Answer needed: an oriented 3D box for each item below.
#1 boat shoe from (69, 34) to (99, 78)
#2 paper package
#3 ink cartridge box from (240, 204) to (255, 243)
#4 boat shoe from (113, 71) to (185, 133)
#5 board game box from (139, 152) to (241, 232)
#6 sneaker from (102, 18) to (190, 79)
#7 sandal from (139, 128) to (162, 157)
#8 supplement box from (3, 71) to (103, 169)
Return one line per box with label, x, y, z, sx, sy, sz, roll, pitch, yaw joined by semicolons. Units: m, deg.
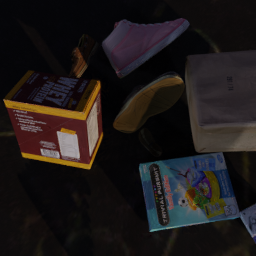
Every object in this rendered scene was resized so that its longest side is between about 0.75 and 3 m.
boat shoe;-1.350;-1.932;7.713;0.537;0.568;1.579;38;51;-27
paper package;2.673;-0.715;7.024;2.265;1.229;2.377;-3;56;8
ink cartridge box;3.243;2.256;6.799;0.812;0.165;0.814;-24;71;-9
boat shoe;0.400;-0.715;6.869;0.895;2.446;0.793;24;52;-26
board game box;1.447;1.544;6.879;2.114;0.496;1.596;-8;67;-3
sneaker;0.455;-2.731;8.084;2.702;1.017;1.413;-37;96;-10
sandal;0.607;0.396;7.452;0.367;0.245;0.899;-43;68;5
supplement box;-1.629;-0.184;6.646;1.774;1.799;1.194;9;43;7
